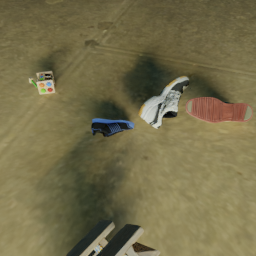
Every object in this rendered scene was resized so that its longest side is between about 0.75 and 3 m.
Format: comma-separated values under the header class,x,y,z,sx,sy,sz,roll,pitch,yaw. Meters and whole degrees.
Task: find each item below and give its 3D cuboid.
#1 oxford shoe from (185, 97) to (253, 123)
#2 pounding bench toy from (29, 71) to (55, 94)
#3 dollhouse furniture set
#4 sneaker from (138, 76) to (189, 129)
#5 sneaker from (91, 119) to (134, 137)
class,x,y,z,sx,sy,sz,roll,pitch,yaw
oxford shoe,2.628,-0.493,8.443,2.082,0.737,0.769,9,1,-12
pounding bench toy,-2.996,-1.527,9.673,0.856,0.532,0.667,-8,45,-8
dollhouse furniture set,-0.265,2.666,4.080,1.511,2.322,2.133,-40,100,-31
sneaker,1.302,-0.779,8.791,2.120,0.802,0.929,-41,81,-20
sneaker,-0.441,0.030,8.234,1.287,0.451,0.502,4,80,-14
